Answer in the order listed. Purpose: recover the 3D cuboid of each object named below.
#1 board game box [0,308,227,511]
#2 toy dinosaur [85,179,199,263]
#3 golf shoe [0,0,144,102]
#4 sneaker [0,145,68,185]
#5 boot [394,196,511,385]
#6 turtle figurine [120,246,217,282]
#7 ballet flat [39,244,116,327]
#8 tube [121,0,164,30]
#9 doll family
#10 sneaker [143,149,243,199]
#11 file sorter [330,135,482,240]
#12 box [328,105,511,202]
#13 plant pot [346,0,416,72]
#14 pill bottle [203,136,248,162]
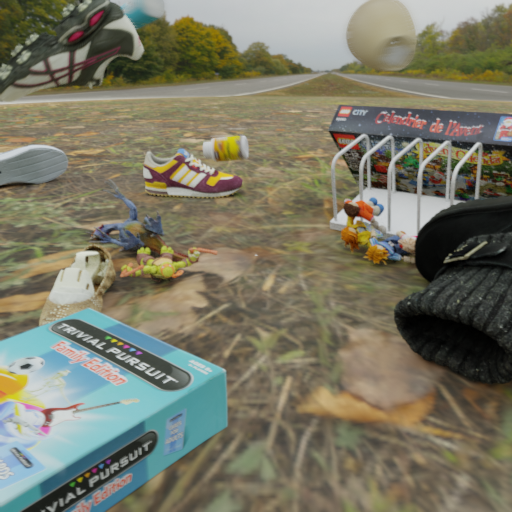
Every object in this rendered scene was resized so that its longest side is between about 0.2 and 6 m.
[{"bbox_3d":[-2.039,1.493,4.949,2.200,0.684,2.914,16,25,36],"label":"board game box"},{"bbox_3d":[-2.329,-0.294,10.267,1.116,2.126,1.929,-47,12,-17],"label":"toy dinosaur"},{"bbox_3d":[-2.513,-2.463,7.269,2.201,0.969,0.850,-23,46,23],"label":"golf shoe"},{"bbox_3d":[-6.734,-2.502,15.371,2.967,1.084,1.051,-17,32,-38],"label":"sneaker"},{"bbox_3d":[2.631,0.374,7.250,2.489,1.253,3.330,-43,5,-20],"label":"boot"},{"bbox_3d":[-1.439,0.135,8.985,1.533,0.494,1.236,-17,16,-16],"label":"turtle figurine"},{"bbox_3d":[-2.498,0.420,7.813,0.814,0.754,2.309,-2,20,-5],"label":"ballet flat"},{"bbox_3d":[-2.318,-3.965,9.529,1.890,0.476,0.732,-4,41,44],"label":"tube"},{"bbox_3d":[2.214,-0.277,9.954,1.968,0.887,1.221,36,29,30],"label":"doll family"},{"bbox_3d":[-1.600,-2.125,14.244,2.559,1.153,0.959,0,20,-1],"label":"sneaker"},{"bbox_3d":[2.951,-1.387,11.102,2.550,1.587,1.769,13,37,34],"label":"file sorter"},{"bbox_3d":[3.899,-2.133,12.508,3.992,0.752,2.726,14,-18,34],"label":"box"},{"bbox_3d":[2.013,-3.265,8.578,1.059,1.059,1.130,-1,37,-4],"label":"plant pot"},{"bbox_3d":[-0.674,-2.362,12.379,0.946,0.517,0.517,-3,19,11],"label":"pill bottle"}]
